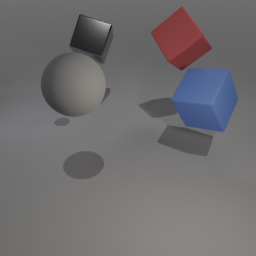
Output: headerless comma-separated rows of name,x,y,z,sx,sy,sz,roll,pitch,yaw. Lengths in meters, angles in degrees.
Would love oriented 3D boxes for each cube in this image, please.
cube,-1.516,-3.732,11.964,1.400,1.400,1.400,18,0,-1
cube,1.957,-3.183,10.184,1.400,1.400,1.400,6,54,-59
cube,2.469,-0.908,8.901,1.400,1.400,1.400,11,61,41

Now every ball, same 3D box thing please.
ball,-1.195,-0.948,6.183,1.400,1.400,1.400,0,30,0
